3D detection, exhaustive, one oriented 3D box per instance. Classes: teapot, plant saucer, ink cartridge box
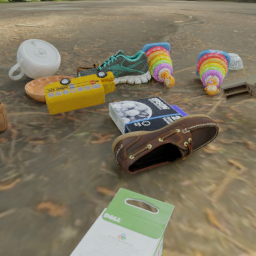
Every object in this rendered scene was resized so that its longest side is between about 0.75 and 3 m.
[{"bbox_3d":[-3.698,-2.595,11.373,1.795,1.311,1.772,15,50,-22],"label":"teapot"},{"bbox_3d":[-2.662,-1.410,10.121,1.985,0.371,1.985,1,29,0],"label":"plant saucer"},{"bbox_3d":[-0.106,1.831,4.115,1.026,0.586,1.976,13,32,22],"label":"ink cartridge box"},{"bbox_3d":[0.883,-0.241,7.918,2.321,0.504,2.299,-9,30,-18],"label":"ink cartridge box"}]

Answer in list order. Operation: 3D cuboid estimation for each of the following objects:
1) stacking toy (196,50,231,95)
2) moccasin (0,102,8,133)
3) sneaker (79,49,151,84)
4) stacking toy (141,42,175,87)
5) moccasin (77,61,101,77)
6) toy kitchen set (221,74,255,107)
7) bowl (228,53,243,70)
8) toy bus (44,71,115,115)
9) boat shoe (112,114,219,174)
[{"bbox_3d":[3.160,-1.934,10.547,1.271,1.202,2.190,10,43,11],"label":"stacking toy"},{"bbox_3d":[-4.433,-0.096,7.142,2.543,0.982,0.930,-15,33,-25],"label":"moccasin"},{"bbox_3d":[-0.506,-2.403,10.918,2.880,1.314,1.118,-9,30,-14],"label":"sneaker"},{"bbox_3d":[1.355,-2.340,11.242,1.260,1.332,2.296,-9,44,-9],"label":"stacking toy"},{"bbox_3d":[-1.333,-2.437,11.675,1.627,0.628,0.595,-8,30,-13],"label":"moccasin"},{"bbox_3d":[3.534,-0.553,8.121,1.425,1.289,1.580,-11,36,36],"label":"toy kitchen set"},{"bbox_3d":[4.809,-3.150,13.043,1.155,0.542,1.155,-1,29,0],"label":"bowl"},{"bbox_3d":[-1.407,-1.077,8.479,2.115,0.688,0.828,-13,52,-12],"label":"toy bus"},{"bbox_3d":[0.988,0.422,6.358,2.629,0.926,0.925,-17,32,-14],"label":"boat shoe"}]
